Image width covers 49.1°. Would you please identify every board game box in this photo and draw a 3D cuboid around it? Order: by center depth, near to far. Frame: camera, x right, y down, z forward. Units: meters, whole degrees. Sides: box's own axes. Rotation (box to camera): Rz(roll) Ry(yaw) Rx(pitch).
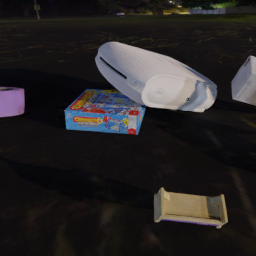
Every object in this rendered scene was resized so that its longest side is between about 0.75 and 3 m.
[{"bbox_3d":[-0.505,-0.506,7.590,1.829,0.522,1.868,4,25,8],"label":"board game box"}]

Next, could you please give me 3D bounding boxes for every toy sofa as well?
[{"bbox_3d":[0.848,1.155,3.945,0.965,0.471,0.400,8,54,-7],"label":"toy sofa"}]

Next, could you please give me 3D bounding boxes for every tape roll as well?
[{"bbox_3d":[-3.619,-0.734,7.562,1.552,0.659,1.552,3,12,-1],"label":"tape roll"}]

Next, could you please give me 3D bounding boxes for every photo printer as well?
[{"bbox_3d":[0.702,-1.434,7.780,2.977,1.034,2.477,2,31,-40],"label":"photo printer"}]

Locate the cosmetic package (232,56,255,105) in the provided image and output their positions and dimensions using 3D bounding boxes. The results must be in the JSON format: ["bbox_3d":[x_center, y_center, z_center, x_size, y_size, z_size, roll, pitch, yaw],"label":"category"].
[{"bbox_3d":[3.911,-1.043,7.348,2.048,1.041,0.758,14,55,-1],"label":"cosmetic package"}]
